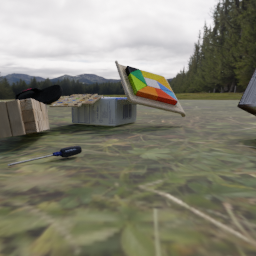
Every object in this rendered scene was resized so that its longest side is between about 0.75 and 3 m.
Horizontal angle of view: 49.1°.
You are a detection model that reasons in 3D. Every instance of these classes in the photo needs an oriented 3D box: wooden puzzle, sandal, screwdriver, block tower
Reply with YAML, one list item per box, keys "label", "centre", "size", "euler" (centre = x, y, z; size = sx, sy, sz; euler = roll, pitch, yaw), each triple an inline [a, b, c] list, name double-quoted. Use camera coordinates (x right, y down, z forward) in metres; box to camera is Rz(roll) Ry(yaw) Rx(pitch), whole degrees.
- label: "wooden puzzle"
  centre: [0.757, -1.393, 9.384]
  size: [2.336, 0.435, 2.161]
  euler: [15, 36, -28]
- label: "sandal"
  centre: [-2.839, -0.871, 8.145]
  size: [2.084, 0.783, 0.470]
  euler: [-16, -36, 25]
- label: "screwdriver"
  centre: [-1.257, 0.419, 4.352]
  size: [1.181, 0.172, 0.165]
  euler: [-5, 7, -38]
- label: "block tower"
  centre: [-2.307, -0.218, 6.462]
  size: [0.691, 0.739, 2.558]
  euler: [-9, 5, -9]

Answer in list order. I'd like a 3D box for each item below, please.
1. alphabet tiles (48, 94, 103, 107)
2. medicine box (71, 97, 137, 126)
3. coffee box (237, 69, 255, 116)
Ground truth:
- label: "alphabet tiles"
  centre: [-1.638, -0.868, 8.722]
  size: [1.480, 0.056, 1.779]
  euler: [0, 17, 12]
- label: "medicine box"
  centre: [-0.811, -0.626, 9.837]
  size: [1.764, 0.908, 1.607]
  euler: [5, 8, 26]
- label: "coffee box"
  centre: [3.730, -0.583, 5.650]
  size: [1.682, 1.188, 2.976]
  euler: [25, 4, -1]
